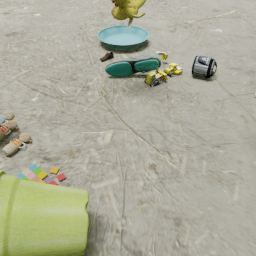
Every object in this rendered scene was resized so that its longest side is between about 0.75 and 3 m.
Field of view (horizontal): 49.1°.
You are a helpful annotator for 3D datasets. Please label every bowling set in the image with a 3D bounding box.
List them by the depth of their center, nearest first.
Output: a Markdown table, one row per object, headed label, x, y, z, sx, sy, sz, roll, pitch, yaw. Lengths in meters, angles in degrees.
| label | x | y | z | sx | sy | sz | roll | pitch | yaw |
| --- | --- | --- | --- | --- | --- | --- | --- | --- | --- |
| bowling set | -4.255 | -0.282 | 9.120 | 2.324 | 1.617 | 1.247 | 23 | 43 | 20 |

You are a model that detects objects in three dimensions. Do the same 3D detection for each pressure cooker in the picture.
| label | x | y | z | sx | sy | sz | roll | pitch | yaw |
| --- | --- | --- | --- | --- | --- | --- | --- | --- | --- |
| pressure cooker | 3.438 | -2.725 | 12.519 | 1.039 | 0.914 | 0.928 | 16 | 19 | 17 |

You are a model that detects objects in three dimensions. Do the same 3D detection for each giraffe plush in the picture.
| label | x | y | z | sx | sy | sz | roll | pitch | yaw |
| --- | --- | --- | --- | --- | --- | --- | --- | --- | --- |
| giraffe plush | -0.203 | -4.356 | 9.395 | 1.370 | 1.288 | 1.588 | -16 | 56 | 26 |

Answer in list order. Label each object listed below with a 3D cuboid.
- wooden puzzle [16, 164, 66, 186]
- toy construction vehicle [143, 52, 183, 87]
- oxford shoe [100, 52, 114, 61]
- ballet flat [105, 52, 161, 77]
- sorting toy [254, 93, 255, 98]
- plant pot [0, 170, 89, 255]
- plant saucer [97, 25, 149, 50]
| label | x | y | z | sx | sy | sz | roll | pitch | yaw |
| --- | --- | --- | --- | --- | --- | --- | --- | --- | --- |
| wooden puzzle | -2.761 | 1.614 | 7.899 | 1.130 | 0.134 | 1.905 | 28 | 47 | 29 |
| toy construction vehicle | 1.366 | -2.790 | 12.735 | 2.036 | 0.717 | 1.772 | -22 | 45 | -24 |
| oxford shoe | -1.074 | -3.598 | 14.003 | 0.838 | 0.354 | 0.304 | -34 | 52 | -32 |
| ballet flat | 0.232 | -2.857 | 12.544 | 2.518 | 0.848 | 0.802 | -7 | 45 | 9 |
| sorting toy | 6.216 | -1.610 | 11.443 | 1.594 | 0.555 | 1.584 | 22 | 45 | 24 |
| plant pot | -1.895 | 2.051 | 6.128 | 1.970 | 2.142 | 2.142 | 5 | 38 | -13 |
| plant saucer | -0.255 | -4.946 | 15.497 | 2.833 | 0.509 | 2.833 | 0 | 40 | 0 |
